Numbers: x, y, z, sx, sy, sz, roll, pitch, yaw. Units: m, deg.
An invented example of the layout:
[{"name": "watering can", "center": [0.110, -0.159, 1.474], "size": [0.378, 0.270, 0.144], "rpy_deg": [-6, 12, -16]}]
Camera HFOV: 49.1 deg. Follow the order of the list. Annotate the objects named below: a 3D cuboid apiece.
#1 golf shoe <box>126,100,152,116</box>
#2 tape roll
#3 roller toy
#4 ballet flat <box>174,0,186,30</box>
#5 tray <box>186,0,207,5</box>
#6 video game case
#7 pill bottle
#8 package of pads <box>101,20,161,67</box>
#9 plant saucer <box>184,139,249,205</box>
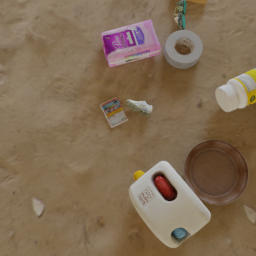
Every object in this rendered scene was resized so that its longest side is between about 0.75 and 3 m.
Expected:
[{"name": "golf shoe", "center": [0.413, -0.809, 9.991], "size": [0.975, 0.382, 0.474], "rpy_deg": [29, 64, -1]}, {"name": "tape roll", "center": [2.053, -2.929, 10.444], "size": [1.375, 0.454, 1.375], "rpy_deg": [0, 76, 1]}, {"name": "roller toy", "center": [1.114, 2.206, 8.176], "size": [1.648, 2.152, 2.359], "rpy_deg": [-40, 91, 1]}, {"name": "ballet flat", "center": [2.018, -4.352, 10.878], "size": [0.477, 0.477, 1.285], "rpy_deg": [7, 74, 2]}, {"name": "tray", "center": [2.499, -5.421, 11.189], "size": [1.418, 0.263, 0.700], "rpy_deg": [14, 76, 3]}, {"name": "video game case", "center": [-0.496, -0.563, 10.030], "size": [0.674, 0.082, 0.942], "rpy_deg": [-26, 78, -6]}, {"name": "pill bottle", "center": [4.108, -1.342, 9.707], "size": [1.912, 1.093, 1.093], "rpy_deg": [-25, 77, -6]}, {"name": "package of pads", "center": [0.092, -3.122, 10.332], "size": [2.035, 0.770, 1.226], "rpy_deg": [-16, 73, -4]}, {"name": "plant saucer", "center": [2.900, 1.462, 9.355], "size": [2.146, 0.393, 2.146], "rpy_deg": [0, 75, 0]}]
